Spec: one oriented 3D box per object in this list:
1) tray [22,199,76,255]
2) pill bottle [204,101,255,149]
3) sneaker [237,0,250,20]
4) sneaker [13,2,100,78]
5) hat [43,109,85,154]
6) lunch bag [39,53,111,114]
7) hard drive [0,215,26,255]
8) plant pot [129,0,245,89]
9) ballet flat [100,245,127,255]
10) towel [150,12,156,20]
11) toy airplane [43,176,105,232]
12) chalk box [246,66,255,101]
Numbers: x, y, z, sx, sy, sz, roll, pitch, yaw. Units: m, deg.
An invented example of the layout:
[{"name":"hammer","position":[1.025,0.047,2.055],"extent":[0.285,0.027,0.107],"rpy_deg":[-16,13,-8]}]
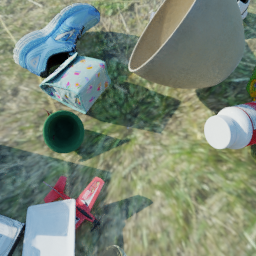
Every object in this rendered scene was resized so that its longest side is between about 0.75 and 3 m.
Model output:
[{"name":"tray","position":[-1.505,2.455,5.391],"extent":[1.094,0.226,2.037],"rpy_deg":[-11,57,9]},{"name":"pill bottle","position":[2.639,-0.061,6.430],"extent":[1.721,0.966,0.966],"rpy_deg":[-13,56,-28]},{"name":"sneaker","position":[3.219,-3.784,9.210],"extent":[2.098,0.839,0.773],"rpy_deg":[-38,66,-20]},{"name":"sneaker","position":[-1.847,-2.522,8.409],"extent":[1.344,1.171,2.988],"rpy_deg":[42,71,6]},{"name":"hat","position":[-1.668,0.047,7.138],"extent":[0.979,1.041,1.182],"rpy_deg":[-1,87,-17]},{"name":"lunch bag","position":[-1.458,-1.288,7.524],"extent":[1.540,0.939,1.312],"rpy_deg":[23,60,24]},{"name":"hard drive","position":[-2.735,2.384,5.527],"extent":[0.911,0.247,1.303],"rpy_deg":[16,59,11]},{"name":"plant pot","position":[1.607,-2.064,6.750],"extent":[1.925,2.868,2.868],"rpy_deg":[31,56,-18]},{"name":"ballet flat","position":[-0.066,3.478,4.661],"extent":[0.952,0.814,2.866],"rpy_deg":[-32,51,26]},{"name":"towel","position":[1.329,-3.022,8.598],"extent":[1.383,0.715,1.671],"rpy_deg":[0,50,10]},{"name":"toy airplane","position":[-1.214,1.616,5.980],"extent":[1.554,0.286,1.554],"rpy_deg":[-2,71,7]},{"name":"chalk box","position":[4.222,-1.145,7.010],"extent":[1.646,1.635,2.637],"rpy_deg":[-10,56,-6]}]
